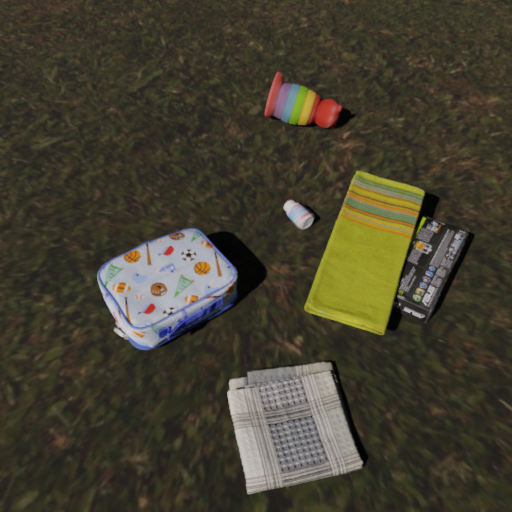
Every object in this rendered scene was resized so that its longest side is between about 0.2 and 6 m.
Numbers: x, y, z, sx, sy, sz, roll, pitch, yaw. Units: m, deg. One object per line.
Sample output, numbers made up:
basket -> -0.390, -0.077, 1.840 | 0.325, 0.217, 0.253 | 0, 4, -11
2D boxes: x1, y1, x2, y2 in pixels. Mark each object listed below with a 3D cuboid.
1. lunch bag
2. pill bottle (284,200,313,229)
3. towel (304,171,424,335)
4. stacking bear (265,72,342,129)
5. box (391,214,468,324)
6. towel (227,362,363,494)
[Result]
lunch bag -> -1.668, 0.634, 10.661 | 2.471, 0.934, 1.980 | -29, 58, -23
pill bottle -> 0.918, -0.919, 12.313 | 0.369, 0.369, 0.678 | -28, 55, -22
towel -> 2.209, -0.211, 11.041 | 1.548, 0.325, 3.597 | 15, 56, 15
stacking bear -> 1.243, -3.824, 14.388 | 1.850, 1.123, 1.052 | 17, 37, 1
box -> 2.856, -0.011, 11.449 | 2.240, 0.551, 2.319 | 23, 54, 21
towel -> 0.587, 2.715, 9.257 | 1.939, 0.348, 2.014 | -9, 50, -7
